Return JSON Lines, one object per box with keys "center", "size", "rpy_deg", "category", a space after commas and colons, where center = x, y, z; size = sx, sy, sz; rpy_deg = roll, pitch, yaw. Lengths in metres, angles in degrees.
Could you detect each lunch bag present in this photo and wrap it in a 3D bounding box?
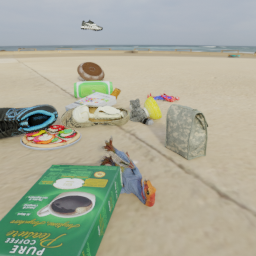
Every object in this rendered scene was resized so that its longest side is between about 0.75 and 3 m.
{"center": [1.818, 0.035, 8.733], "size": [0.893, 1.520, 1.246], "rpy_deg": [-10, 20, -27], "category": "lunch bag"}

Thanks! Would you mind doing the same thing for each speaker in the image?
{"center": [-2.039, -2.270, 16.515], "size": [2.239, 0.990, 0.990], "rpy_deg": [-3, 19, -7], "category": "speaker"}

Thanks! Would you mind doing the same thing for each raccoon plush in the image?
{"center": [0.601, -0.737, 11.967], "size": [1.392, 0.933, 0.674], "rpy_deg": [13, 23, 35], "category": "raccoon plush"}

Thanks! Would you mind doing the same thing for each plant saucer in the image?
{"center": [-2.902, -4.574, 22.315], "size": [2.256, 0.413, 2.256], "rpy_deg": [12, 51, -15], "category": "plant saucer"}

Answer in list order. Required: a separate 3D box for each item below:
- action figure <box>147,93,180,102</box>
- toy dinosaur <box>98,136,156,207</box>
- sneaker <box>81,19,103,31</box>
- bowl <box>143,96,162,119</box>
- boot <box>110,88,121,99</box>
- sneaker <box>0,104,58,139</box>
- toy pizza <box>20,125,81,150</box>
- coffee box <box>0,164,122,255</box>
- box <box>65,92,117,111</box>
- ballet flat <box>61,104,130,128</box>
{"center": [2.022, -1.739, 15.827], "size": [1.822, 0.471, 0.596], "rpy_deg": [11, 19, 23], "category": "action figure"}
{"center": [0.116, 1.049, 6.689], "size": [2.027, 1.173, 2.234], "rpy_deg": [36, 26, 32], "category": "toy dinosaur"}
{"center": [-1.382, -3.963, 10.775], "size": [0.882, 0.399, 0.293], "rpy_deg": [-2, 7, -21], "category": "sneaker"}
{"center": [0.984, -0.787, 12.267], "size": [0.571, 1.062, 1.062], "rpy_deg": [-28, 24, -7], "category": "bowl"}
{"center": [-0.856, -1.541, 14.116], "size": [0.521, 1.061, 1.482], "rpy_deg": [36, 20, 2], "category": "boot"}
{"center": [-3.895, -0.247, 9.657], "size": [2.934, 1.074, 1.202], "rpy_deg": [-16, 13, -14], "category": "sneaker"}
{"center": [-2.719, 0.253, 9.942], "size": [2.101, 0.333, 2.101], "rpy_deg": [0, 18, 0], "category": "toy pizza"}
{"center": [-1.214, 1.585, 5.214], "size": [1.719, 0.615, 2.796], "rpy_deg": [0, 20, 11], "category": "coffee box"}
{"center": [-1.747, -1.089, 13.249], "size": [1.943, 0.400, 1.515], "rpy_deg": [-29, 32, -34], "category": "box"}
{"center": [-1.271, -0.568, 11.172], "size": [2.796, 0.948, 1.053], "rpy_deg": [-1, -19, -9], "category": "ballet flat"}
